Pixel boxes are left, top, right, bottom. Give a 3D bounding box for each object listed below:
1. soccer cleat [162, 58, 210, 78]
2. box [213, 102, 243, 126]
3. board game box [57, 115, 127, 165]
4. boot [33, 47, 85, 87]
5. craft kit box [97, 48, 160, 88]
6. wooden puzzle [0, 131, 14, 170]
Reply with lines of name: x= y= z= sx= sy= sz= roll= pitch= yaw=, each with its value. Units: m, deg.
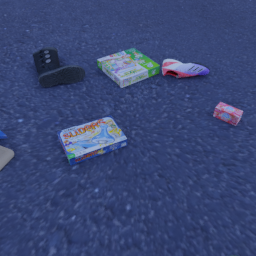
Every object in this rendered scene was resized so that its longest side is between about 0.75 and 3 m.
soccer cleat: x=2.907 y=-2.864 z=14.163 sx=2.393 sy=0.816 sz=0.876 roll=10 pitch=71 yaw=1
box: x=4.222 y=-0.609 z=11.832 sx=1.040 sy=0.492 sz=0.533 roll=29 pitch=49 yaw=27
board game box: x=-1.383 y=0.411 z=10.821 sx=2.293 sy=0.395 sz=1.552 roll=-19 pitch=47 yaw=-19
boot: x=-3.617 y=-3.306 z=14.495 sx=2.318 sy=0.923 sz=2.812 roll=-12 pitch=40 yaw=-15
craft kit box: x=-0.002 y=-3.203 z=14.585 sx=2.400 sy=0.582 sz=2.370 roll=-26 pitch=52 yaw=-24
wooden puzzle: x=-5.335 y=1.200 z=10.081 sx=1.937 sy=0.336 sz=2.871 roll=25 pitch=49 yaw=19
